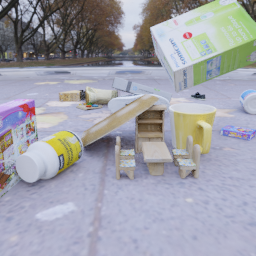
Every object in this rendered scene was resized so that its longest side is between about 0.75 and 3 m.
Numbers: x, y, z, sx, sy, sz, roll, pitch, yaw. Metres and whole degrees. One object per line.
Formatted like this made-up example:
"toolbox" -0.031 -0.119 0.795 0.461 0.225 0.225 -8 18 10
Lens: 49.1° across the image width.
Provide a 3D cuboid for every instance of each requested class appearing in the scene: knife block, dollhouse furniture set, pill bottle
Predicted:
"knife block" -3.318 -2.024 17.297 1.679 0.537 1.474 -1 15 -3
"dollhouse furniture set" 0.694 0.280 7.654 2.047 1.450 2.228 -1 16 -1
"pill bottle" 6.228 -1.382 14.149 1.038 1.038 1.849 4 18 12
"pill bottle" -1.948 0.708 7.074 0.953 0.953 1.702 7 18 22

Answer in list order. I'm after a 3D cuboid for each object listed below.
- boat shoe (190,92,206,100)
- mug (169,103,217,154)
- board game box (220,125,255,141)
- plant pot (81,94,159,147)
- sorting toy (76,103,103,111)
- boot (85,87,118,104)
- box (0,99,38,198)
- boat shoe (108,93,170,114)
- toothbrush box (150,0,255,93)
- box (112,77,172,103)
"boat shoe" 4.381 -2.028 17.500 0.477 0.423 1.277 -6 17 -20
"mug" 1.835 0.112 8.315 1.371 1.406 1.712 7 18 20
"board game box" 4.024 0.161 10.244 1.068 0.239 0.718 12 20 37
"plant pot" -0.347 -0.322 8.970 2.912 0.400 2.912 -32 5 3
"sorting toy" -2.208 -1.209 15.074 1.084 0.195 1.454 -14 21 -40
"boot" -1.532 -1.901 16.264 1.881 0.881 2.420 -1 13 -10
"box" -2.878 0.468 6.324 0.522 1.827 2.671 3 16 9
"boat shoe" 0.583 -1.162 13.400 2.990 1.072 1.013 -1 23 21
"toothbrush box" 2.459 -2.718 9.069 2.862 1.232 2.084 -22 60 4
"box" 0.772 -1.928 14.799 2.994 0.616 2.334 18 6 4
